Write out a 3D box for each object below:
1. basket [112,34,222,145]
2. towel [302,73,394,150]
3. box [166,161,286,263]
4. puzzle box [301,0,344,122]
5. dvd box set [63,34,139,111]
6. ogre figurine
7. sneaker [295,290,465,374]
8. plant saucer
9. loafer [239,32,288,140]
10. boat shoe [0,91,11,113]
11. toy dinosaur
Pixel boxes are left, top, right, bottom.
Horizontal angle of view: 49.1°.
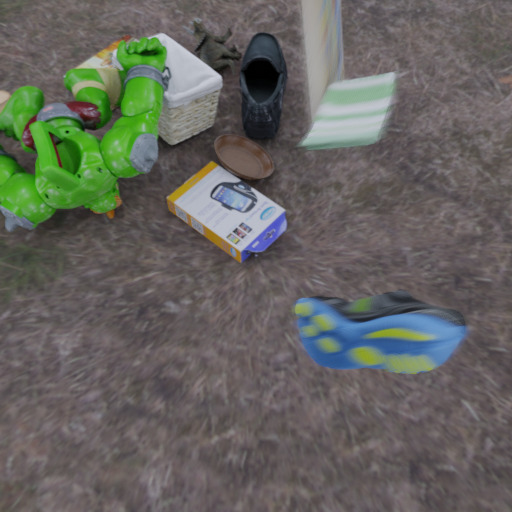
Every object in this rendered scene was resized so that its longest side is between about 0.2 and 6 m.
[{"bbox_3d":[-1.969,-3.665,12.363,1.457,1.326,2.149,-33,63,-29],"label":"basket"},{"bbox_3d":[1.565,-2.416,9.330,1.267,0.194,1.662,1,51,32],"label":"towel"},{"bbox_3d":[-0.502,-0.836,11.060,2.251,0.467,1.340,37,63,20],"label":"box"},{"bbox_3d":[1.253,-3.736,10.123,0.282,2.218,1.476,7,40,22],"label":"puzzle box"},{"bbox_3d":[-3.334,-4.486,13.597,1.580,0.317,2.159,33,62,21],"label":"dvd box set"},{"bbox_3d":[-3.625,-2.165,10.815,4.591,2.253,2.753,-15,62,-6],"label":"ogre figurine"},{"bbox_3d":[1.213,0.766,5.864,0.858,0.734,2.071,-16,9,-39],"label":"sneaker"},{"bbox_3d":[-0.287,-2.021,11.727,1.351,0.247,1.351,19,41,-18],"label":"plant saucer"},{"bbox_3d":[0.184,-4.137,12.848,1.125,1.163,3.314,2,56,1],"label":"loafer"},{"bbox_3d":[-6.239,-3.139,12.036,0.940,0.882,2.551,15,39,18],"label":"boat shoe"},{"bbox_3d":[-0.963,-4.933,13.762,1.097,0.826,2.146,-21,64,1],"label":"toy dinosaur"}]
